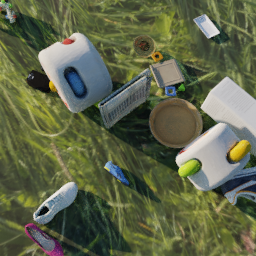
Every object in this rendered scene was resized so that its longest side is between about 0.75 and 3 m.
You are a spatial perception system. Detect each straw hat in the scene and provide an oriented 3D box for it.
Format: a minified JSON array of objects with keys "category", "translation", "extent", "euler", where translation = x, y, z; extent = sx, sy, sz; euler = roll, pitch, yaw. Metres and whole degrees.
[{"category":"straw hat","translation":[0.746,-3.640,12.336],"extent":[1.003,1.003,0.424],"euler":[16,28,6]}]

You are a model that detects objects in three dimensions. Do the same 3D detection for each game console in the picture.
[{"category":"game console","translation":[-3.449,-2.478,12.035],"extent":[1.138,0.232,1.929],"euler":[23,73,8]}]

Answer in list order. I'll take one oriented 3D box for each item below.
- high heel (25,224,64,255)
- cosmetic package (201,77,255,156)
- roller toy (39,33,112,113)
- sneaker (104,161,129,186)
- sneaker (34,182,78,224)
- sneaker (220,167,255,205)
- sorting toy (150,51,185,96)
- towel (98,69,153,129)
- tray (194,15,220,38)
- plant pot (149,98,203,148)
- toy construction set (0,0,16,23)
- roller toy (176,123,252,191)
[{"category":"high heel","translation":[-2.819,3.813,9.417],"extent":[1.580,0.758,0.532],"euler":[43,75,14]},{"category":"cosmetic package","translation":[4.310,-0.408,10.606],"extent":[1.024,1.458,2.874],"euler":[-41,76,-14]},{"category":"roller toy","translation":[-2.054,-2.020,10.570],"extent":[2.012,2.627,2.880],"euler":[-32,73,-11]},{"category":"sneaker","translation":[-0.349,1.674,10.416],"extent":[1.151,0.380,0.451],"euler":[39,71,13]},{"category":"sneaker","translation":[-2.514,2.641,9.874],"extent":[0.652,0.743,1.853],"euler":[41,73,15]},{"category":"sneaker","translation":[4.812,1.910,9.926],"extent":[2.996,1.175,1.190],"euler":[-17,66,5]},{"category":"sorting toy","translation":[1.666,-2.298,11.938],"extent":[1.244,0.301,2.210],"euler":[-16,71,-11]},{"category":"towel","translation":[-0.006,-0.984,10.425],"extent":[2.299,2.213,0.397],"euler":[-38,72,-11]},{"category":"tray","translation":[3.605,-4.649,12.884],"extent":[0.653,0.135,1.217],"euler":[-27,72,-10]},{"category":"plant pot","translation":[1.878,-0.179,11.152],"extent":[2.109,0.290,2.109],"euler":[0,70,-1]},{"category":"toy construction set","translation":[-5.966,-5.378,12.797],"extent":[1.743,0.803,1.143],"euler":[6,46,-6]},{"category":"roller toy","translation":[2.939,1.031,9.614],"extent":[2.363,2.155,1.651],"euler":[-40,85,11]}]
